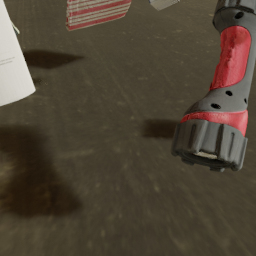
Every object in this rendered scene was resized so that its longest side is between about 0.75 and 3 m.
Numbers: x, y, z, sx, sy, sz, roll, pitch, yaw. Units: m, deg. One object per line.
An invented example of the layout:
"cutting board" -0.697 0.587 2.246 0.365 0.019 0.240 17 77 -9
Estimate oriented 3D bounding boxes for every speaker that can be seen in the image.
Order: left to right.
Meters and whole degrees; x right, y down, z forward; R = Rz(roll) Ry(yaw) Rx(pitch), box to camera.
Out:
"speaker" -2.661 -1.838 4.811 1.208 2.974 1.208 -12 22 5

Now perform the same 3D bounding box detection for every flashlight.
"flashlight" 1.467 -0.882 4.306 1.017 1.013 2.992 11 74 17

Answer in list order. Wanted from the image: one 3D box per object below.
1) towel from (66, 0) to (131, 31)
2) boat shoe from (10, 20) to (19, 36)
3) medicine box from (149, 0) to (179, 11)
"towel" -0.660 -3.296 6.897 1.787 0.365 2.442 -19 -5 -16
"boat shoe" -3.757 -3.109 8.572 0.397 1.063 0.353 17 77 12
"medicine box" 1.004 -4.907 9.318 0.865 1.531 1.681 -19 9 18
